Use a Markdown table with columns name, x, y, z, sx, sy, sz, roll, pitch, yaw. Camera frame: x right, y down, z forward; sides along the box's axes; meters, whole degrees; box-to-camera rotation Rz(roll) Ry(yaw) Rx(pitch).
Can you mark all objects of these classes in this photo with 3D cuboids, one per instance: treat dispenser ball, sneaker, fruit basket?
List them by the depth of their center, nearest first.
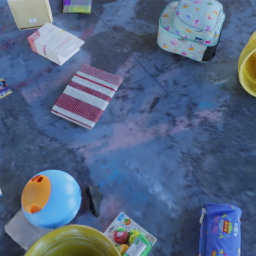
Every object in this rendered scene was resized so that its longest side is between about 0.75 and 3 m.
| name | x | y | z | sx | sy | sz | roll | pitch | yaw |
| --- | --- | --- | --- | --- | --- | --- | --- | --- | --- |
| fruit basket | -0.077 | 3.290 | 8.085 | 1.377 | 0.646 | 1.276 | 34 | 64 | 23 |
| treat dispenser ball | -2.238 | 2.082 | 8.239 | 1.691 | 1.691 | 1.691 | 0 | 58 | 0 |
| sneaker | -0.994 | 2.278 | 8.836 | 0.472 | 0.395 | 1.041 | 1 | 62 | -33 |

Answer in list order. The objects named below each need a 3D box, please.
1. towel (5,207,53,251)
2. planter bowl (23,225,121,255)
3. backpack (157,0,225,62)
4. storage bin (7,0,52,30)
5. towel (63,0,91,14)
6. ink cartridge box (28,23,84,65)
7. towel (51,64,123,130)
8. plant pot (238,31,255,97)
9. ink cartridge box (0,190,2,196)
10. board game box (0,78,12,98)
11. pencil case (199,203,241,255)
| name | x | y | z | sx | sy | sz | roll | pitch | yaw |
| --- | --- | --- | --- | --- | --- | --- | --- | --- | --- |
| towel | -2.951 | 3.080 | 8.441 | 1.416 | 0.244 | 0.938 | 31 | 64 | 17 |
| planter bowl | -1.431 | 4.075 | 7.275 | 2.791 | 1.162 | 2.791 | 0 | 58 | 0 |
| backpack | 2.637 | -4.356 | 12.088 | 2.703 | 2.072 | 2.376 | 16 | 65 | 16 |
| storage bin | -4.491 | -5.505 | 13.013 | 1.640 | 1.628 | 0.768 | -9 | 57 | -6 |
| towel | -2.595 | -6.622 | 14.548 | 1.452 | 0.230 | 2.021 | -1 | 59 | -2 |
| ink cartridge box | -3.098 | -3.627 | 12.348 | 2.235 | 0.754 | 1.301 | 31 | 63 | 19 |
| towel | -1.599 | -1.294 | 11.103 | 1.875 | 0.296 | 2.603 | 23 | 65 | 13 |
| plant pot | 5.658 | -2.824 | 10.961 | 2.561 | 2.561 | 2.409 | 12 | 45 | 8 |
| ink cartridge box | -4.605 | 2.078 | 8.793 | 0.974 | 0.705 | 0.410 | -25 | 62 | -14 |
| board game box | -5.315 | -1.535 | 11.330 | 0.910 | 0.258 | 0.752 | -33 | 62 | -18 |
| pencil case | 2.466 | 3.414 | 7.711 | 1.212 | 1.089 | 2.790 | 21 | 58 | -9 |
